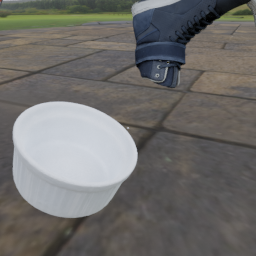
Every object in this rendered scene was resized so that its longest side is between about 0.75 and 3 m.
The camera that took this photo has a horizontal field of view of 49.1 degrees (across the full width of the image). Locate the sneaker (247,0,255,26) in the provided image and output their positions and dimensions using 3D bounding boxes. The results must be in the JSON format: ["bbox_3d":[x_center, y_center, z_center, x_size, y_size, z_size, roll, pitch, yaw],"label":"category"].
[{"bbox_3d":[2.777,-2.267,4.850,1.079,2.897,1.262,-56,19,-14],"label":"sneaker"}]

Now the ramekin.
[{"bbox_3d":[-0.518,0.282,2.611,1.104,0.538,1.104,18,32,-12],"label":"ramekin"}]

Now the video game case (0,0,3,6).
[{"bbox_3d":[-1.874,-1.558,3.128,0.341,2.670,2.413,18,-12,-17],"label":"video game case"}]

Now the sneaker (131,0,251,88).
[{"bbox_3d":[0.796,-1.148,3.618,1.682,1.216,0.640,-2,-4,38],"label":"sneaker"}]
